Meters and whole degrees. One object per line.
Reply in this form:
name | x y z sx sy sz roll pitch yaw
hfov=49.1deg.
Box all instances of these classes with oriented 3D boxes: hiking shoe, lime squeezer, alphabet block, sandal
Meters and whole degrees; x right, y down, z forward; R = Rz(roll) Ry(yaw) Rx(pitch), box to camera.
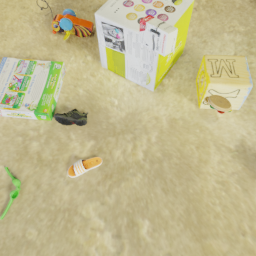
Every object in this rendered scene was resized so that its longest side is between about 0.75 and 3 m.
hiking shoe | -2.220 -0.454 10.984 1.295 0.490 0.652 9 51 -5
lime squeezer | -3.974 2.108 9.488 0.650 0.347 1.839 -7 60 -4
alphabet block | 3.706 -1.780 11.078 1.646 1.608 1.617 3 57 0
sandal | -1.552 1.291 9.942 1.311 0.376 0.502 -24 62 -13

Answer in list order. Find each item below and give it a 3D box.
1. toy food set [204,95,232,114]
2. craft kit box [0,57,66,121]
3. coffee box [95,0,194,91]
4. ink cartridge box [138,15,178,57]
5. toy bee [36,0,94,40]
toy food set | 3.044 -0.798 9.344 0.871 0.212 0.862 -5 46 -24
craft kit box | -4.200 -1.681 11.595 2.710 0.666 2.744 4 59 6
coffee box | 0.691 -3.806 11.531 2.806 2.838 2.833 28 63 16
ink cartridge box | 0.816 -2.570 7.802 1.016 0.733 0.426 36 56 26
toy bee | -2.999 -4.986 13.311 2.582 1.404 1.690 38 56 -7
